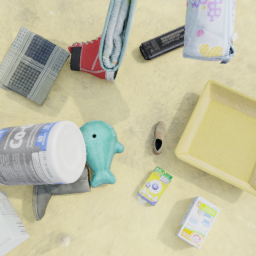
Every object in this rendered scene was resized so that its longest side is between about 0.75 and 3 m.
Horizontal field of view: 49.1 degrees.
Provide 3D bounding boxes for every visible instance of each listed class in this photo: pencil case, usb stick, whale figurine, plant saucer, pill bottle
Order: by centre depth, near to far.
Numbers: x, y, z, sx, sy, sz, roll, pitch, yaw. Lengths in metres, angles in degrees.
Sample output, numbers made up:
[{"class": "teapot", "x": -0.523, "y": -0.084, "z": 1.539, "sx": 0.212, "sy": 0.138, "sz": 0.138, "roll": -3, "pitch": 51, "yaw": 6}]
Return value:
[{"class": "pencil case", "x": 1.895, "y": -2.901, "z": 6.301, "sx": 1.176, "sy": 1.283, "sz": 2.829, "roll": -2, "pitch": 100, "yaw": -16}, {"class": "pill bottle", "x": -2.779, "y": 0.734, "z": 7.673, "sx": 2.886, "sy": 1.642, "sz": 1.642, "roll": -6, "pitch": 72, "yaw": 19}, {"class": "whale figurine", "x": -0.889, "y": 0.713, "z": 8.309, "sx": 1.590, "sy": 1.037, "sz": 1.998, "roll": -9, "pitch": 73, "yaw": -3}, {"class": "plant saucer", "x": 3.177, "y": 0.306, "z": 8.630, "sx": 2.811, "sy": 0.681, "sz": 2.811, "roll": 26, "pitch": 75, "yaw": 8}, {"class": "usb stick", "x": 1.643, "y": -3.099, "z": 9.785, "sx": 2.573, "sy": 0.419, "sz": 0.713, "roll": -25, "pitch": 81, "yaw": -7}]

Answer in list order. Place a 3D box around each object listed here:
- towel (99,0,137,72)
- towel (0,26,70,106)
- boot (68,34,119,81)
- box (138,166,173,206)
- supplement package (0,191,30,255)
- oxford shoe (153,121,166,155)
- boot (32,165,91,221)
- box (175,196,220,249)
[{"class": "towel", "x": -0.063, "y": -3.181, "z": 6.982, "sx": 0.685, "sy": 2.843, "sz": 2.433, "roll": 16, "pitch": 46, "yaw": -7}, {"class": "towel", "x": -3.209, "y": -2.036, "z": 9.355, "sx": 2.010, "sy": 0.361, "sz": 2.088, "roll": 30, "pitch": 90, "yaw": 6}, {"class": "boot", "x": -1.000, "y": -3.001, "z": 9.519, "sx": 1.862, "sy": 0.935, "sz": 2.581, "roll": 16, "pitch": 78, "yaw": 6}, {"class": "box", "x": 0.836, "y": 1.728, "z": 8.428, "sx": 0.628, "sy": 0.259, "sz": 1.070, "roll": 34, "pitch": 75, "yaw": 9}, {"class": "supplement package", "x": -3.882, "y": 2.773, "z": 7.629, "sx": 1.514, "sy": 1.164, "sz": 1.583, "roll": -35, "pitch": 75, "yaw": -10}, {"class": "oxford shoe", "x": 1.013, "y": 0.275, "z": 8.772, "sx": 0.389, "sy": 0.413, "sz": 1.104, "roll": 6, "pitch": 73, "yaw": 2}, {"class": "boot", "x": -1.929, "y": 1.902, "z": 8.267, "sx": 1.653, "sy": 0.600, "sz": 1.503, "roll": -2, "pitch": 75, "yaw": -8}, {"class": "box", "x": 1.954, "y": 2.664, "z": 7.939, "sx": 0.707, "sy": 0.637, "sz": 1.257, "roll": 32, "pitch": 76, "yaw": 10}]
